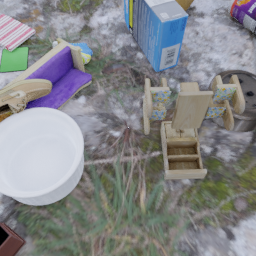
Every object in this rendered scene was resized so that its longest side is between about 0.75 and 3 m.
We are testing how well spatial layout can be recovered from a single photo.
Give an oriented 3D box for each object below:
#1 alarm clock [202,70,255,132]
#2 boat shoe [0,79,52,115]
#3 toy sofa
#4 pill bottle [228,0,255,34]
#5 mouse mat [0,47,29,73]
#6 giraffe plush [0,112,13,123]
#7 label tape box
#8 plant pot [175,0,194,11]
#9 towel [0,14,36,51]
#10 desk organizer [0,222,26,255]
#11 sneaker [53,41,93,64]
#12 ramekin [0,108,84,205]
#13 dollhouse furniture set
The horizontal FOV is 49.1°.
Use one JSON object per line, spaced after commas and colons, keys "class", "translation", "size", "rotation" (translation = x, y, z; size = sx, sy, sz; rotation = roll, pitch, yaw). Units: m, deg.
{"class": "alarm clock", "translation": [2.733, -0.705, 7.442], "size": [2.548, 0.848, 1.719], "rotation": [-20, 60, -12]}
{"class": "boat shoe", "translation": [-2.599, -0.604, 6.398], "size": [1.859, 0.662, 0.600], "rotation": [-20, 75, -18]}
{"class": "toy sofa", "translation": [-2.187, -1.211, 7.656], "size": [1.222, 1.037, 2.505], "rotation": [33, 64, 19]}
{"class": "pill bottle", "translation": [4.366, -3.704, 9.159], "size": [1.104, 1.104, 1.982], "rotation": [-29, 62, -17]}
{"class": "mouse mat", "translation": [-3.585, -2.169, 8.845], "size": [0.858, 0.040, 1.066], "rotation": [-6, 57, -4]}
{"class": "giraffe plush", "translation": [-3.650, -0.503, 6.897], "size": [1.400, 1.315, 1.622], "rotation": [1, 60, 14]}
{"class": "label tape box", "translation": [0.698, -3.281, 8.464], "size": [0.853, 1.848, 2.580], "rotation": [-19, 60, -11]}
{"class": "plant pot", "translation": [1.563, -4.353, 9.556], "size": [1.367, 1.367, 1.466], "rotation": [21, 74, 13]}
{"class": "towel", "translation": [-4.048, -3.198, 9.392], "size": [1.593, 0.238, 1.166], "rotation": [30, 62, 15]}
{"class": "desk organizer", "translation": [-3.038, 2.769, 5.321], "size": [0.734, 0.788, 2.047], "rotation": [30, 63, 17]}
{"class": "sneaker", "translation": [-1.688, -2.448, 8.814], "size": [1.303, 0.493, 0.684], "rotation": [29, 50, 9]}
{"class": "ramekin", "translation": [-2.038, 0.700, 6.450], "size": [2.175, 1.060, 2.175], "rotation": [0, 58, 1]}
{"class": "dollhouse furniture set", "translation": [1.320, 0.062, 6.198], "size": [1.896, 2.164, 1.437], "rotation": [-2, 58, -1]}
